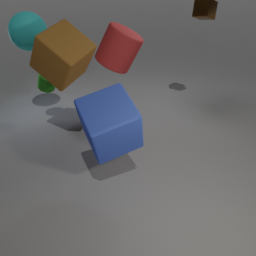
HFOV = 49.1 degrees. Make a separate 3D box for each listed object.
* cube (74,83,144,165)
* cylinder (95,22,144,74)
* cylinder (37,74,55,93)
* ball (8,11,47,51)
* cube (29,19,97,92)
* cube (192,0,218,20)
[{"bbox_3d":[-0.502,-0.114,7.751,1.400,1.400,1.400,-22,55,-11],"label":"cube"},{"bbox_3d":[-0.339,-2.982,10.475,1.400,1.400,1.400,24,28,-14],"label":"cylinder"},{"bbox_3d":[-3.202,-1.877,11.097,0.700,0.700,0.700,12,50,-14],"label":"cylinder"},{"bbox_3d":[-3.730,-3.611,10.474,1.400,1.400,1.400,0,31,0],"label":"ball"},{"bbox_3d":[-2.123,-2.356,9.126,1.400,1.400,1.400,40,52,-2],"label":"cube"},{"bbox_3d":[3.114,-4.805,11.338,0.700,0.700,0.700,19,18,40],"label":"cube"}]
